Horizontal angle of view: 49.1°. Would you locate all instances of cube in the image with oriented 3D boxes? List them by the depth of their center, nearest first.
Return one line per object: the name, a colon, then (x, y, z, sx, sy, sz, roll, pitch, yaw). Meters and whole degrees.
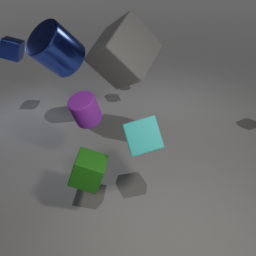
cube: (0.325, 0.187, 6.085, 0.700, 0.700, 0.700, -16, -4, 1)
cube: (-0.931, 0.987, 6.570, 0.700, 0.700, 0.700, 19, 30, -7)
cube: (-0.136, -2.178, 8.120, 1.400, 1.400, 1.400, -5, 50, 56)
cube: (-4.299, -2.932, 10.391, 0.700, 0.700, 0.700, 13, 26, -9)

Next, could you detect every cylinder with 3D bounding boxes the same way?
cylinder: (-1.078, -0.458, 7.057, 0.700, 0.700, 0.700, -9, 47, 9)
cylinder: (-2.381, -2.623, 9.324, 1.400, 1.400, 1.400, 29, -4, 40)
